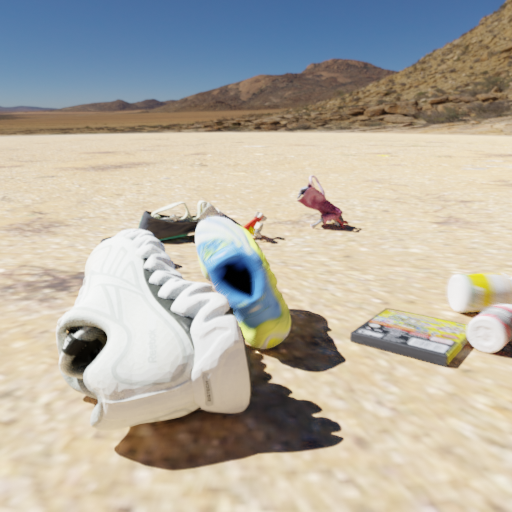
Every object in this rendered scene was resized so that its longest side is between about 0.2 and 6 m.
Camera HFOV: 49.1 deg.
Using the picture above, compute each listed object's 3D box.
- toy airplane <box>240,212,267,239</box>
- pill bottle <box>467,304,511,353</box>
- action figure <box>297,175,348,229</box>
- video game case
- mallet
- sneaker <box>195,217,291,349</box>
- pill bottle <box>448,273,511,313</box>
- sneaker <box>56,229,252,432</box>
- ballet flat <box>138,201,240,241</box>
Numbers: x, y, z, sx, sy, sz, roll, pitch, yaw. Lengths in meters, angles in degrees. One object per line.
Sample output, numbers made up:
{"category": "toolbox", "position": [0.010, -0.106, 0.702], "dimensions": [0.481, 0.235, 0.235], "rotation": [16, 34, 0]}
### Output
{"category": "toy airplane", "position": [-0.028, -0.543, 10.739], "dimensions": [0.626, 0.443, 0.628], "rotation": [-28, 13, 34]}
{"category": "pill bottle", "position": [2.609, 0.759, 6.076], "dimensions": [0.400, 0.400, 0.722], "rotation": [13, 20, 39]}
{"category": "action figure", "position": [1.453, -1.048, 11.702], "dimensions": [1.228, 0.914, 0.823], "rotation": [34, 31, 4]}
{"category": "video game case", "position": [1.735, 0.868, 6.193], "dimensions": [1.066, 0.136, 0.963], "rotation": [10, 18, 35]}
{"category": "mallet", "position": [-1.501, 0.235, 7.935], "dimensions": [0.885, 0.553, 2.689], "rotation": [-6, 20, -27]}
{"category": "sneaker", "position": [-0.240, 0.035, 6.183], "dimensions": [0.752, 1.043, 1.987], "rotation": [-31, 53, -6]}
{"category": "pill bottle", "position": [2.905, 0.457, 7.010], "dimensions": [0.863, 0.487, 0.487], "rotation": [-2, 16, -5]}
{"category": "sneaker", "position": [-1.332, 0.579, 5.460], "dimensions": [1.356, 1.257, 3.346], "rotation": [-17, 20, -24]}
{"category": "ballet flat", "position": [-1.230, -0.698, 10.787], "dimensions": [2.086, 0.762, 0.762], "rotation": [-6, 16, -21]}
